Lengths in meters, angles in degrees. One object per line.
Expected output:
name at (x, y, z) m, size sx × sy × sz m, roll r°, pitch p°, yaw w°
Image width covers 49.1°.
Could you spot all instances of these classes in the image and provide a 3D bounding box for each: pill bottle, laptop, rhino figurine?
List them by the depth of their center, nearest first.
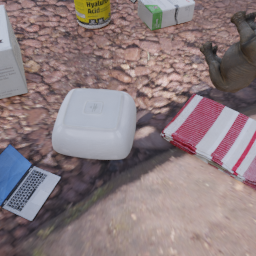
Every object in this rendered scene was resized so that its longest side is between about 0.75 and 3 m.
rhino figurine at (2.000, -1.309, 4.369) m, size 0.701 × 2.346 × 1.026 m, roll -21°, pitch 82°, yaw -22°
laptop at (-2.491, 1.241, 6.490) m, size 1.315 × 0.762 × 1.231 m, roll 18°, pitch 53°, yaw 15°
pill bottle at (-1.445, -5.343, 10.839) m, size 1.435 × 2.579 × 1.435 m, roll -1°, pitch 49°, yaw 1°

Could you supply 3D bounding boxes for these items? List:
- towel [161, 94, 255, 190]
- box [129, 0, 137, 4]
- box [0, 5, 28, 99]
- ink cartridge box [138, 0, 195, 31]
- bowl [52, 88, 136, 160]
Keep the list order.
towel at (2.652, 0.195, 7.662) m, size 2.939 × 0.334 × 2.117 m, roll 29°, pitch 55°, yaw 23°
box at (-0.078, -4.829, 8.885) m, size 0.916 × 0.795 × 1.499 m, roll 17°, pitch 41°, yaw -41°
box at (-4.826, -2.237, 8.757) m, size 2.683 × 1.763 × 2.697 m, roll -15°, pitch 51°, yaw -13°
ink cartridge box at (1.565, -4.937, 11.659) m, size 1.954 × 0.824 × 1.428 m, roll -17°, pitch 52°, yaw -14°
bowl at (-0.910, -0.280, 7.744) m, size 2.244 × 0.839 × 2.247 m, roll 5°, pitch 51°, yaw 5°
